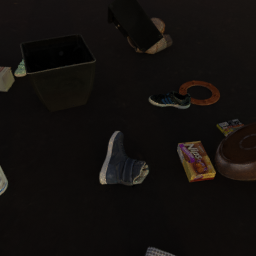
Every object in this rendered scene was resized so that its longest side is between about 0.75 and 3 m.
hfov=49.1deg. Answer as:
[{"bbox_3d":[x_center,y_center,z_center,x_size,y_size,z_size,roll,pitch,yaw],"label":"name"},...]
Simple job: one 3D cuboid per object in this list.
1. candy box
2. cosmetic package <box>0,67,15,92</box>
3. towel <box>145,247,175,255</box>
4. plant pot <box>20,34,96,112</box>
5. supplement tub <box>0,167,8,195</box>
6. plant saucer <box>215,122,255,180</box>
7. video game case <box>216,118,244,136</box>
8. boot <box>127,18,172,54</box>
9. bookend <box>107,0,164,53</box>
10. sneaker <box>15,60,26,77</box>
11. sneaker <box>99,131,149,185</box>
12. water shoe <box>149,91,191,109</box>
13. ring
[{"bbox_3d":[2.231,1.082,9.270,0.815,0.395,1.398,-6,45,-7],"label":"candy box"},{"bbox_3d":[-6.150,-2.219,12.477,1.760,0.768,0.910,4,44,4],"label":"cosmetic package"},{"bbox_3d":[0.902,3.503,6.615,1.238,0.530,1.025,14,46,14],"label":"towel"},{"bbox_3d":[-2.732,-2.126,11.351,2.470,2.196,2.476,-14,46,-15],"label":"plant pot"},{"bbox_3d":[-4.182,1.372,8.253,0.898,1.361,0.898,0,43,0],"label":"supplement tub"},{"bbox_3d":[3.912,0.552,8.751,2.643,0.424,2.643,-29,22,13],"label":"plant saucer"},{"bbox_3d":[3.998,0.043,10.562,0.982,0.125,0.888,-14,45,-16],"label":"video game case"},{"bbox_3d":[1.001,-5.098,15.287,2.158,1.037,2.951,-12,47,-15],"label":"boot"},{"bbox_3d":[0.197,-3.783,10.648,0.937,2.021,2.034,-39,8,0],"label":"bookend"},{"bbox_3d":[-4.993,-3.150,13.359,0.567,0.909,1.541,12,46,11],"label":"sneaker"},{"bbox_3d":[0.009,0.960,9.035,1.431,0.753,1.980,1,52,16],"label":"sneaker"},{"bbox_3d":[1.725,-1.271,11.541,1.715,0.677,0.613,8,44,8],"label":"water shoe"},{"bbox_3d":[3.135,-1.597,12.266,1.749,0.168,1.749,-1,43,0],"label":"ring"}]
